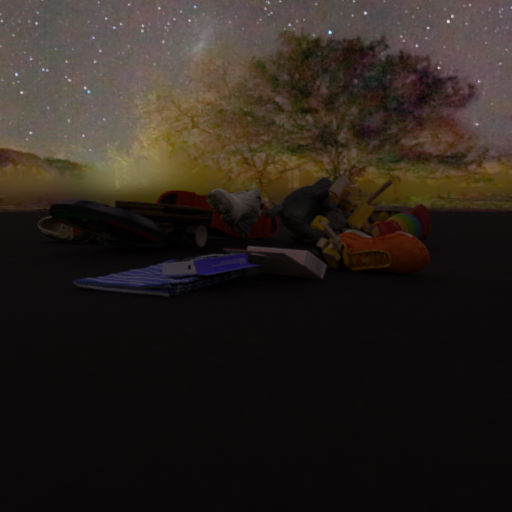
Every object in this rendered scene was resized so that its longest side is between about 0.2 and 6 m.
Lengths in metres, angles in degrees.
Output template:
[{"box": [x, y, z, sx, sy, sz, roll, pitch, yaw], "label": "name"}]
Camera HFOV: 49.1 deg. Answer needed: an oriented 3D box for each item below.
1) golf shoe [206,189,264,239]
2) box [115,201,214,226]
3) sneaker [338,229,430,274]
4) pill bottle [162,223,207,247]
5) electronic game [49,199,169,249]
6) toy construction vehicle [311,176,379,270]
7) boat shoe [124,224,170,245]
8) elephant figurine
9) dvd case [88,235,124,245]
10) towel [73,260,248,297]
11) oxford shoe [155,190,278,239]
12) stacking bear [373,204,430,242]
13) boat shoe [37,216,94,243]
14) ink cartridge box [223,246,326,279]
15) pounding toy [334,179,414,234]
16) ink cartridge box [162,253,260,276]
[{"box": [-0.415, -1.250, 12.999, 0.896, 1.113, 2.289, 42, -1, 16], "label": "golf shoe"}, {"box": [-1.908, -0.888, 12.132, 1.940, 0.252, 2.373, 4, -1, -6], "label": "box"}, {"box": [1.741, 0.026, 8.304, 0.725, 0.686, 1.879, -30, 18, -29], "label": "sneaker"}, {"box": [-1.662, -0.476, 12.733, 0.994, 0.528, 0.528, 3, 7, 23], "label": "pill bottle"}, {"box": [-2.968, -0.587, 11.414, 2.436, 0.507, 2.436, 14, -10, 2], "label": "electronic game"}, {"box": [1.388, -0.425, 8.496, 0.487, 1.205, 1.384, 26, -23, 40], "label": "toy construction vehicle"}, {"box": [-2.203, -0.484, 13.419, 2.017, 0.575, 0.674, 3, 1, -19], "label": "boat shoe"}, {"box": [1.485, -0.921, 13.763, 1.824, 1.664, 2.351, 44, 3, 7], "label": "elephant figurine"}, {"box": [-3.104, -0.504, 14.259, 2.186, 0.270, 1.643, -3, 6, -38], "label": "dvd case"}, {"box": [-1.157, 0.235, 7.366, 1.445, 0.238, 1.996, 2, 6, 26], "label": "towel"}, {"box": [-1.076, -1.040, 15.064, 3.370, 1.199, 1.222, 10, -15, -16], "label": "oxford shoe"}, {"box": [3.097, -0.552, 12.438, 1.442, 0.820, 0.876, -15, -6, -32], "label": "stacking bear"}, {"box": [-4.592, -0.737, 13.718, 2.031, 0.723, 0.635, -1, -23, 41], "label": "boat shoe"}, {"box": [0.258, 0.013, 7.652, 1.092, 0.244, 0.962, 5, -19, 41], "label": "ink cartridge box"}, {"box": [3.155, -1.368, 15.691, 1.683, 1.688, 2.943, 2, 4, -22], "label": "pounding toy"}, {"box": [-0.576, 0.104, 7.101, 0.898, 0.197, 0.906, -10, 6, -44], "label": "ink cartridge box"}]
